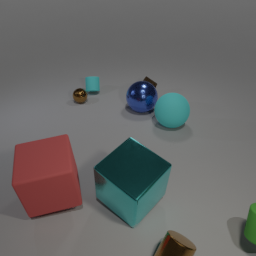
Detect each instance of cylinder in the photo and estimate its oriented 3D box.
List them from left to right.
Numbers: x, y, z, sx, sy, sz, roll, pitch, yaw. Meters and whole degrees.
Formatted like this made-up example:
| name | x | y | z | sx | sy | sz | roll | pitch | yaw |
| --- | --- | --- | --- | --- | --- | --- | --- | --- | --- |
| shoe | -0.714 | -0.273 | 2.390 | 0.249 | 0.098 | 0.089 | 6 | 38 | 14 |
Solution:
| name | x | y | z | sx | sy | sz | roll | pitch | yaw |
| --- | --- | --- | --- | --- | --- | --- | --- | --- | --- |
| cylinder | -1.789 | -2.212 | 14.138 | 0.700 | 0.700 | 0.700 | -2 | 4 | 0 |
| cylinder | 0.997 | 2.690 | 5.998 | 0.700 | 0.700 | 0.700 | 28 | 1 | -1 |
| cylinder | 2.970 | 2.113 | 6.123 | 0.700 | 0.700 | 0.700 | 5 | 15 | -1 |

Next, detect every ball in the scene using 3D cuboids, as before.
| name | x | y | z | sx | sy | sz | roll | pitch | yaw |
| --- | --- | --- | --- | --- | --- | --- | --- | --- | --- |
| ball | -2.261 | -1.530 | 13.222 | 0.700 | 0.700 | 0.700 | 0 | 31 | 0 |
| ball | 0.612 | -1.368 | 12.308 | 1.400 | 1.400 | 1.400 | 0 | 31 | 0 |
| ball | 1.757 | -0.702 | 11.157 | 1.400 | 1.400 | 1.400 | 0 | 31 | 0 |

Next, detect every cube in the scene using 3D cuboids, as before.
| name | x | y | z | sx | sy | sz | roll | pitch | yaw |
| --- | --- | --- | --- | --- | --- | --- | --- | --- | --- |
| cube | -2.079 | 1.232 | 7.346 | 1.400 | 1.400 | 1.400 | -12 | 41 | -8 |
| cube | 0.102 | 1.392 | 7.292 | 1.400 | 1.400 | 1.400 | 33 | 53 | 26 |
| cube | 0.925 | -1.972 | 13.729 | 0.700 | 0.700 | 0.700 | 33 | 34 | -4 |
